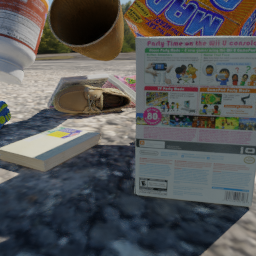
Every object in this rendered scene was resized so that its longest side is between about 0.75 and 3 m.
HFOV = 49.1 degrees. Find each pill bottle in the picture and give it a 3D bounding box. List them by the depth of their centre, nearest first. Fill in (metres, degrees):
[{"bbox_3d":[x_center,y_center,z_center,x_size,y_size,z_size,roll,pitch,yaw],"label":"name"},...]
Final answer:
[{"bbox_3d":[-2.485,-2.024,6.070,1.122,1.999,1.122,11,-11,2],"label":"pill bottle"}]

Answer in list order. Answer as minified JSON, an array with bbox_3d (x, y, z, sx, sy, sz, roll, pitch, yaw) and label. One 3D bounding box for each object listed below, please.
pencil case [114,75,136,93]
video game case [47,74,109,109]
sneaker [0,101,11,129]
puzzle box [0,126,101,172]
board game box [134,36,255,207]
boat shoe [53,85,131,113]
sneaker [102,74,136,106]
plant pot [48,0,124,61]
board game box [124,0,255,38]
[{"bbox_3d":[0.607,-2.022,13.595,2.789,1.219,1.219,-6,18,-20],"label":"pencil case"},{"bbox_3d":[-2.032,-1.487,11.312,2.085,0.247,1.898,-14,-19,-38],"label":"video game case"},{"bbox_3d":[-4.268,-0.150,8.087,1.031,0.882,2.489,-18,16,5],"label":"sneaker"},{"bbox_3d":[-1.794,0.418,6.845,1.412,0.270,2.123,8,18,28],"label":"puzzle box"},{"bbox_3d":[1.095,-0.143,4.615,1.924,2.607,0.838,4,17,10],"label":"board game box"},{"bbox_3d":[-1.281,-1.074,10.518,2.945,1.049,0.950,-9,18,-30],"label":"boat shoe"},{"bbox_3d":[-0.403,-1.363,12.274,2.093,1.094,0.788,40,23,20],"label":"sneaker"},{"bbox_3d":[-1.086,-3.402,9.782,2.363,2.363,2.536,4,-8,14],"label":"plant pot"},{"bbox_3d":[1.708,-2.548,6.956,2.265,2.265,2.267,39,3,19],"label":"board game box"}]
